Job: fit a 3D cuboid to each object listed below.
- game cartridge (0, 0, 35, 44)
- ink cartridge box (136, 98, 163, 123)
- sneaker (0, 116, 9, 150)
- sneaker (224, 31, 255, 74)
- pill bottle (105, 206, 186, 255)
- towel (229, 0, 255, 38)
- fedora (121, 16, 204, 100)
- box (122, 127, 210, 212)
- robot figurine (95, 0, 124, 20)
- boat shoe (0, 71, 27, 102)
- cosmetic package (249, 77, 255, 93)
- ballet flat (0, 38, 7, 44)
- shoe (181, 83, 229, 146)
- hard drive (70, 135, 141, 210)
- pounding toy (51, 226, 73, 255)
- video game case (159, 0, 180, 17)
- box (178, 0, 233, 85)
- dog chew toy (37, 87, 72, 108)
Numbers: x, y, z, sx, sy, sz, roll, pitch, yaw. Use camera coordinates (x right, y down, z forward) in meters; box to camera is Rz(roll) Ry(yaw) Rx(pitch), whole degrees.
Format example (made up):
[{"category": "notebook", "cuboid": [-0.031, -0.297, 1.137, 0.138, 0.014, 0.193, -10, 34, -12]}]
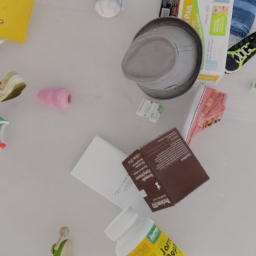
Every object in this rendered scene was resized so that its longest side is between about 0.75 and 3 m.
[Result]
[{"category": "game cartridge", "cuboid": [-4.078, -4.001, 9.163, 0.333, 1.811, 2.054, 37, 112, 44]}, {"category": "ink cartridge box", "cuboid": [0.739, -0.603, 9.574, 0.776, 0.326, 0.567, 26, 82, 3]}, {"category": "sneaker", "cuboid": [-4.721, 0.681, 9.094, 1.182, 0.890, 2.529, 16, 79, 8]}, {"category": "sneaker", "cuboid": [4.082, -2.791, 9.603, 2.246, 0.930, 0.805, -40, 83, -6]}, {"category": "pill bottle", "cuboid": [0.576, 3.657, 8.355, 1.471, 1.471, 2.609, -44, 83, -6]}, {"category": "towel", "cuboid": [4.091, -4.403, 10.055, 1.206, 0.524, 2.160, 22, 82, 3]}, {"category": "fedora", "cuboid": [0.787, -2.018, 8.460, 2.868, 1.295, 2.537, -3, 102, 41]}, {"category": "box", "cuboid": [1.075, 1.265, 8.444, 1.516, 1.532, 1.846, -27, 79, -30]}, {"category": "robot figurine", "cuboid": [-0.700, -4.638, 9.895, 1.365, 0.909, 1.609, 7, 80, -32]}, {"category": "boat shoe", "cuboid": [-3.788, -1.308, 8.973, 0.657, 1.776, 0.589, -30, 97, -43]}, {"category": "cosmetic package", "cuboid": [4.697, -1.389, 9.685, 0.846, 0.359, 0.455, 18, 80, 4]}, {"category": "ballet flat", "cuboid": [-5.676, -2.808, 9.835, 2.983, 0.847, 0.991, -22, 54, -8]}, {"category": "shoe", "cuboid": [2.499, -0.269, 9.256, 1.080, 0.848, 2.373, 21, 78, 9]}, {"category": "hard drive", "cuboid": [-0.503, 1.511, 9.268, 2.328, 0.306, 1.535, 33, 83, 5]}, {"category": "pounding toy", "cuboid": [-2.127, 3.711, 8.346, 0.625, 1.040, 1.348, 2, 110, 11]}, {"category": "video game case", "cuboid": [1.901, -4.330, 10.209, 1.448, 0.204, 1.602, 11, 81, 2]}, {"category": "box", "cuboid": [2.365, -3.008, 9.125, 1.630, 1.469, 2.898, 7, 88, 8]}, {"category": "dog chew toy", "cuboid": [-2.523, -1.052, 9.489, 1.154, 0.718, 0.718, 7, 81, 8]}]
